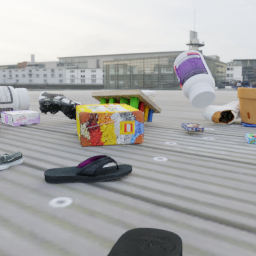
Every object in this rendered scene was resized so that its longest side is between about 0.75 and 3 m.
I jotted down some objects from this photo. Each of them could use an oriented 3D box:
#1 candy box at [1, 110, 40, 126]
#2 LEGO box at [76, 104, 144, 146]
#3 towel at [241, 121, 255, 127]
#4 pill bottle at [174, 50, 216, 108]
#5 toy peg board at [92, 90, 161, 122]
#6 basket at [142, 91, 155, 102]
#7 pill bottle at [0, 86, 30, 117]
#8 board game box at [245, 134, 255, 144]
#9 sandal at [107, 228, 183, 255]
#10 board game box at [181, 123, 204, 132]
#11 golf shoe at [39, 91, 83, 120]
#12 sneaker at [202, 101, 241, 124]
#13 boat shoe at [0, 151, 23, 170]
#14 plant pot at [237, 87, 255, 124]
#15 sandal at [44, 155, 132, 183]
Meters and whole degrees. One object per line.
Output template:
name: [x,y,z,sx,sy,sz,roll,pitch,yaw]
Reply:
candy box: [-4.486,-0.431,11.681,1.148,0.489,1.368,-8,12,-40]
LEGO box: [-0.678,-0.185,8.828,1.804,0.935,2.422,-2,11,-12]
towel: [4.943,-0.154,11.176,0.736,0.121,1.016,3,10,13]
pill bottle: [2.782,-1.990,11.556,1.317,1.317,2.363,-2,51,-9]
toy peg board: [-0.083,-0.612,11.187,2.132,1.043,2.123,2,-15,30]
basket: [0.800,-1.695,17.183,1.245,1.133,1.837,5,10,27]
pill bottle: [-6.348,-1.294,13.737,2.659,1.504,1.504,-6,12,-38]
board game box: [3.997,0.328,8.160,0.982,0.180,0.743,3,10,15]
sandal: [-0.062,1.196,2.011,0.890,0.534,2.370,3,10,16]
board game box: [2.187,-0.026,9.533,0.553,0.141,0.817,0,11,-4]
golf shoe: [-2.621,-1.022,11.855,2.303,0.895,1.088,15,36,-36]
sneaker: [4.329,-0.515,11.699,2.404,0.875,1.018,-10,28,-26]
boat shoe: [-2.552,0.666,5.847,0.295,0.290,0.818,4,11,23]
plant pot: [5.316,-0.852,11.145,1.963,1.374,1.963,4,9,-1]
sandal: [-0.698,0.732,5.151,1.638,0.392,0.616,-2,10,-14]
